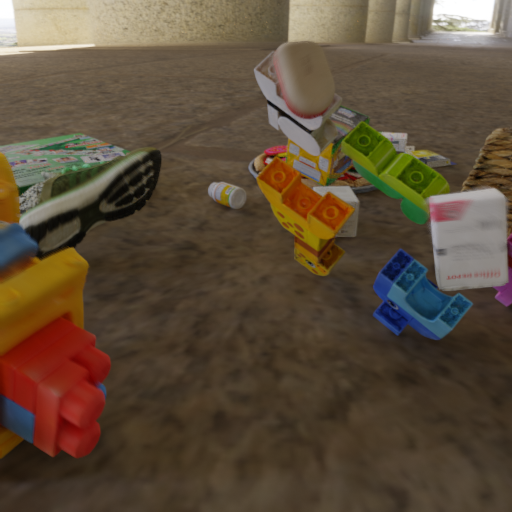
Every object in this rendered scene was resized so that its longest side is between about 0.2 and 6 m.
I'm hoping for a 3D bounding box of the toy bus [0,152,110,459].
[{"bbox_3d":[-2.278,0.480,4.721,2.594,2.702,1.833,22,30,18],"label":"toy bus"}]

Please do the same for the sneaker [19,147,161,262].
[{"bbox_3d":[-2.764,-1.111,8.781,1.303,1.131,2.941,38,53,20],"label":"sneaker"}]

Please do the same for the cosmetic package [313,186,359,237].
[{"bbox_3d":[1.329,-0.757,9.492,0.654,0.650,0.782,-1,26,-3],"label":"cosmetic package"}]

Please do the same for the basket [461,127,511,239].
[{"bbox_3d":[4.127,-0.622,7.227,2.406,1.717,1.792,25,1,42],"label":"basket"}]

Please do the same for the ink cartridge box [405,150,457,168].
[{"bbox_3d":[4.158,-2.323,13.330,0.897,0.211,0.887,-12,27,-19],"label":"ink cartridge box"}]

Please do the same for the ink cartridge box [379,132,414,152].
[{"bbox_3d":[3.543,-2.936,14.417,1.071,0.360,0.627,7,26,14],"label":"ink cartridge box"}]

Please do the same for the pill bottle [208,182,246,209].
[{"bbox_3d":[-0.570,-1.170,10.651,0.407,0.407,0.732,-22,32,-38],"label":"pill bottle"}]

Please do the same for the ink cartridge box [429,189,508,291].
[{"bbox_3d":[2.334,-0.175,6.165,0.736,1.011,0.429,-6,17,13],"label":"ink cartridge box"}]

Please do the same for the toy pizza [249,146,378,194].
[{"bbox_3d":[1.483,-2.118,12.494,3.300,0.523,3.300,0,25,0],"label":"toy pizza"}]

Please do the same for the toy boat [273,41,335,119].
[{"bbox_3d":[0.556,-2.099,6.883,0.636,0.637,0.974,-9,71,-12],"label":"toy boat"}]

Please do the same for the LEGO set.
[{"bbox_3d":[1.449,-0.324,7.281,4.651,1.908,1.774,40,77,16],"label":"LEGO set"}]

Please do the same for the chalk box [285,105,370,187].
[{"bbox_3d":[1.528,-2.355,11.281,1.064,1.059,1.710,32,49,25],"label":"chalk box"}]

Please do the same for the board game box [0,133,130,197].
[{"bbox_3d":[-4.823,-1.540,11.119,4.565,0.665,3.072,-21,32,-38],"label":"board game box"}]
